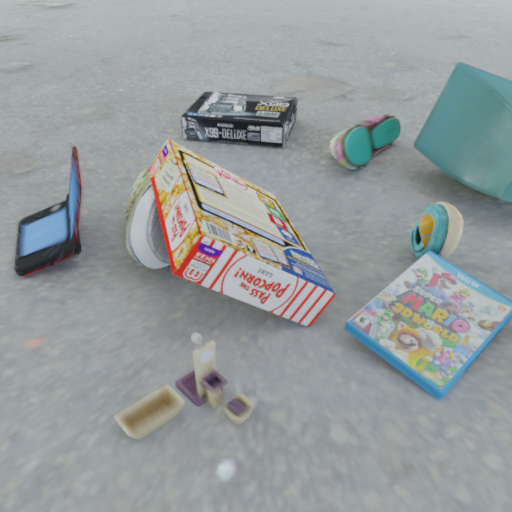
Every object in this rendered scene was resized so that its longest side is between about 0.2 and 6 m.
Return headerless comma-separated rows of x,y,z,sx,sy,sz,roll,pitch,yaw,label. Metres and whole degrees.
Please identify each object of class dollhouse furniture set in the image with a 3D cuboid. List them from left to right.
-0.862,1.574,6.382,1.335,0.947,1.058,-27,43,-33,dollhouse furniture set

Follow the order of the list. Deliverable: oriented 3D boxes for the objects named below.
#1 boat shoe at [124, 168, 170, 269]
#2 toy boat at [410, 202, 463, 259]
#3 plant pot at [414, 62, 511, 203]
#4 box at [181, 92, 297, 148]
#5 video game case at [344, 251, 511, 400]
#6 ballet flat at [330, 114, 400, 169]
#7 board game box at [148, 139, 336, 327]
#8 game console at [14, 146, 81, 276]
-1.755,-0.752,9.864,1.032,1.198,3.328,-17,27,14,boat shoe
2.785,-0.096,8.823,0.711,1.286,1.530,4,66,-3,toy boat
4.701,-2.117,10.597,1.876,1.877,2.655,11,32,-20,plant pot
-0.353,-3.453,14.006,2.545,0.633,2.007,7,34,11,box
2.469,0.850,7.777,1.522,0.189,2.127,37,52,28,video game case
2.291,-2.580,12.645,0.980,0.952,2.754,4,27,39,ballet flat
-0.331,-0.445,8.533,2.300,0.703,3.037,24,23,-29,board game box
-3.488,-0.788,9.388,1.594,1.098,1.849,-24,36,-4,game console
